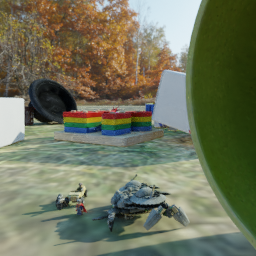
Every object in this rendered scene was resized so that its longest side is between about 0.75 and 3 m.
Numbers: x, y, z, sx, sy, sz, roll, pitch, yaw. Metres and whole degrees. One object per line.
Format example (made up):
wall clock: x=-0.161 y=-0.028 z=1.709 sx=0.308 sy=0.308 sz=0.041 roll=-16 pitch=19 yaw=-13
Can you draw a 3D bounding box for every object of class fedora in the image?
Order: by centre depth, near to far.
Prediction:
fedora: x=-3.161 y=-0.884 z=11.256 sx=1.051 sy=2.301 sz=2.301 roll=-32 pitch=-11 yaw=28

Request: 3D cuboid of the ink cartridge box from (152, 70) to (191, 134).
ink cartridge box: x=2.153 y=-0.478 z=6.391 sx=2.013 sy=1.138 sz=2.748 roll=21 pitch=16 yaw=33

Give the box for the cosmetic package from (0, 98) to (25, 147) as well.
cosmetic package: x=-3.071 y=-0.076 z=5.022 sx=1.395 sy=0.980 sz=2.750 roll=0 pitch=6 yaw=3

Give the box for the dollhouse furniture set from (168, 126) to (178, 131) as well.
dollhouse furniture set: x=1.706 y=-0.122 z=8.220 sx=0.434 sy=0.562 sz=1.124 roll=17 pitch=-4 yaw=-29

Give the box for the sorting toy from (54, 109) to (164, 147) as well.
sorting toy: x=-0.402 y=-0.095 z=6.781 sx=1.954 sy=0.680 sz=1.943 roll=3 pitch=6 yaw=31

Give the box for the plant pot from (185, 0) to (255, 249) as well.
plant pot: x=1.821 y=-0.268 z=1.567 sx=2.188 sy=2.047 sz=2.047 roll=-4 pitch=7 yaw=-39

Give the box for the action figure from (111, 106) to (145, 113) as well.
action figure: x=-0.636 y=-0.578 z=12.226 sx=2.727 sy=0.705 sz=0.892 roll=-2 pitch=8 yaw=5

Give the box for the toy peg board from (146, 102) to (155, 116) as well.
toy peg board: x=1.986 y=-1.094 z=14.986 sx=2.207 sy=1.084 sz=2.216 roll=-2 pitch=5 yaw=-19

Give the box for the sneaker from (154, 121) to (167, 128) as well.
sneaker: x=1.734 y=-0.477 z=9.823 sx=1.234 sy=0.863 sz=2.136 roll=0 pitch=4 yaw=25

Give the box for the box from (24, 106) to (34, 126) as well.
box: x=-4.254 y=-0.389 z=9.666 sx=0.999 sy=0.748 sz=1.996 roll=2 pitch=8 yaw=14

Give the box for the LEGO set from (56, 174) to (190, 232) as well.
LEGO set: x=-0.068 y=0.538 z=2.255 sx=1.100 sy=0.312 sz=0.714 roll=1 pitch=6 yaw=10

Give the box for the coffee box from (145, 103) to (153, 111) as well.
coffee box: x=1.496 y=-1.162 z=17.383 sx=0.751 sy=0.743 sz=0.752 roll=1 pitch=6 yaw=13
